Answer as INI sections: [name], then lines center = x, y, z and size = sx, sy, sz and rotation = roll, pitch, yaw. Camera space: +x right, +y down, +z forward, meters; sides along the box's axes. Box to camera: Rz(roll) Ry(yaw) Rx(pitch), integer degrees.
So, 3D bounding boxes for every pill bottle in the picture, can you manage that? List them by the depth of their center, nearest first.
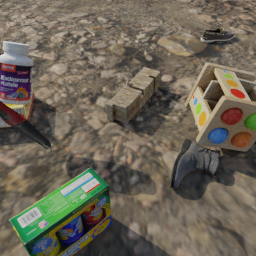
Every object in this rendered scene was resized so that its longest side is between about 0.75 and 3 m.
[pill bottle]
center = -2.918, -1.417, 7.239
size = 0.841, 1.509, 0.841
rotation = 9, 15, -2

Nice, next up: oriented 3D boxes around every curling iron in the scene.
[curling iron]
center = -1.486, -0.208, 3.725
size = 0.234, 1.834, 0.455
rotation = -1, 56, 21

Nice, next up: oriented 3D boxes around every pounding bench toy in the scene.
[pounding bench toy]
center = 3.285, -0.443, 8.037
size = 2.569, 1.596, 2.004
rotation = 10, 41, -13

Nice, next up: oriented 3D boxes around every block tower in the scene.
[block tower]
center = 0.251, -1.137, 9.544
size = 0.738, 0.690, 2.553
rotation = 22, 47, 24

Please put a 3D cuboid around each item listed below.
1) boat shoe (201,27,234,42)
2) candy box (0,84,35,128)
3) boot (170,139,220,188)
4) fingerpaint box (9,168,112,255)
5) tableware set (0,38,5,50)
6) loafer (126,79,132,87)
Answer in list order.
[boat shoe]
center = 4.332, -4.496, 13.383
size = 1.723, 0.513, 0.619
rotation = -10, 43, -10
[candy box]
center = -4.605, -0.737, 9.017
size = 2.838, 0.785, 1.638
rotation = -6, 41, -5
[boot]
center = 1.804, 0.999, 7.304
size = 1.113, 0.590, 1.691
rotation = 21, 50, 15
[fingerpaint box]
center = -1.201, 1.890, 5.609
size = 1.783, 1.487, 0.654
rotation = -31, 50, -29
[tableware set]
center = -5.652, -2.893, 11.645
size = 1.735, 0.526, 2.625
rotation = -16, 49, -34
[loafer]
center = 0.303, -1.781, 10.550
size = 0.337, 0.295, 0.938
rotation = 33, 52, 31
